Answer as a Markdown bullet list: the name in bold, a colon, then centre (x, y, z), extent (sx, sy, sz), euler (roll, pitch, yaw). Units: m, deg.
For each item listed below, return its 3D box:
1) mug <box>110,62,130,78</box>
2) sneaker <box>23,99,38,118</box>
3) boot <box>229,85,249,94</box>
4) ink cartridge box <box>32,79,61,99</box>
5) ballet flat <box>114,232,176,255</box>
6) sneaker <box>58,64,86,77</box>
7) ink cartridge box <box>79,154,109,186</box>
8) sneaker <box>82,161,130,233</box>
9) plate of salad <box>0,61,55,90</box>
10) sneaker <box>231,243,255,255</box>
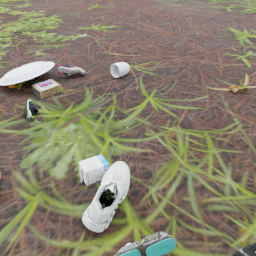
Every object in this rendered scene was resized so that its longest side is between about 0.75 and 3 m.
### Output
- **mug**: centre (-0.439, -3.059, 14.723), extent (0.866, 0.729, 0.988), euler (-25, 11, -38)
- **sneaker**: centre (-4.050, -0.750, 11.734), extent (0.530, 0.459, 1.281), euler (13, 32, -22)
- **boot**: centre (5.287, -1.864, 13.357), extent (0.793, 0.304, 0.616), euler (-15, 33, -9)
- **ink cartridge box**: centre (-3.831, -1.867, 13.211), extent (1.065, 0.400, 0.878), euler (-28, 45, -33)
- **ballet flat**: centre (0.274, 2.868, 6.505), extent (1.702, 0.612, 0.612), euler (-14, 38, -19)
- **sneaker**: centre (-2.908, -2.916, 14.610), extent (1.449, 0.541, 0.584), euler (7, -2, -16)
- **ink cartridge box**: centre (-1.092, 1.294, 8.594), extent (0.890, 0.572, 0.558), euler (-16, 38, -23)
- **sneaker**: centre (-0.416, 1.673, 7.644), extent (0.868, 0.936, 2.310), euler (24, 40, 2)
- **plate of salad**: centre (-5.009, -2.630, 13.994), extent (2.881, 0.692, 2.881), euler (-13, 29, 7)
- **sneaker**: centre (3.042, 2.912, 5.994), extent (2.622, 1.184, 1.025), euler (-40, 40, -12)
